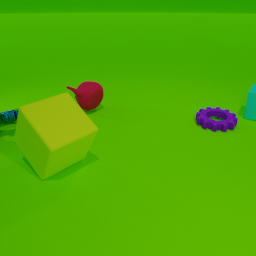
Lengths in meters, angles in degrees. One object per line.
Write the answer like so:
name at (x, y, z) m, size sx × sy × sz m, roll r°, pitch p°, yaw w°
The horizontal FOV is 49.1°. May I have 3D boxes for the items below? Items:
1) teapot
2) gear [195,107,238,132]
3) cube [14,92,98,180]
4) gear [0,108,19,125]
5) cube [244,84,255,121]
teapot at (-1.464, -1.208, 9.953) m, size 0.861 × 1.093 × 1.758 m, roll 33°, pitch 12°, yaw 24°
gear at (2.890, -0.305, 9.178) m, size 1.297 × 0.240 × 1.297 m, roll -1°, pitch 31°, yaw 0°
cube at (-1.694, 0.169, 6.503) m, size 1.265 × 1.265 × 1.265 m, roll -27°, pitch 68°, yaw -41°
gear at (-3.782, -0.343, 8.661) m, size 1.587 × 0.293 × 1.587 m, roll -12°, pitch 11°, yaw 2°
cube at (4.644, -0.836, 9.579) m, size 0.994 × 0.994 × 0.994 m, roll 14°, pitch 28°, yaw 28°
